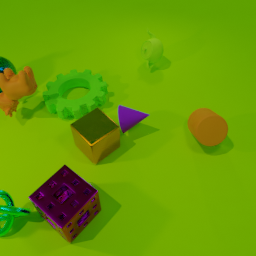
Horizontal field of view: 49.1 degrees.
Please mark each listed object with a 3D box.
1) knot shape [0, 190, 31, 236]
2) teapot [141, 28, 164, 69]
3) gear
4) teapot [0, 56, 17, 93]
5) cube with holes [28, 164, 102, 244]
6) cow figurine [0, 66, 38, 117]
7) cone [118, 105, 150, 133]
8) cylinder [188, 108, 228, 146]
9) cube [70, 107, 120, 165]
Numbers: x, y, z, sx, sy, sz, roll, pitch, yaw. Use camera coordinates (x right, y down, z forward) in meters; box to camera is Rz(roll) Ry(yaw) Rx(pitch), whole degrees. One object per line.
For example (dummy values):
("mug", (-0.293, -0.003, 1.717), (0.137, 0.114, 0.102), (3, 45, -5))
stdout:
("knot shape", (-2.873, 2.015, 6.644), (1.093, 1.168, 0.540), (1, 30, -15))
("teapot", (0.831, -2.888, 10.239), (0.705, 1.440, 0.895), (-3, 8, -38))
("gear", (-1.754, -1.181, 9.401), (2.095, 0.388, 2.095), (-3, 48, 3))
("teapot", (-4.182, -1.696, 8.959), (1.230, 1.978, 0.968), (-16, 40, -23))
("cube with holes", (-1.446, 1.814, 6.688), (1.105, 1.105, 1.105), (33, 59, 23))
("cow figurine", (-3.332, -1.052, 8.386), (1.467, 1.443, 0.805), (-4, 33, 11))
("cone", (0.223, -0.321, 8.182), (0.848, 0.845, 0.845), (-8, 51, 11))
("cylinder", (2.254, -0.047, 8.002), (0.905, 0.905, 0.905), (-3, 17, -2))
("cube", (-0.908, 0.229, 8.012), (0.994, 0.994, 0.994), (-35, 60, -24))
